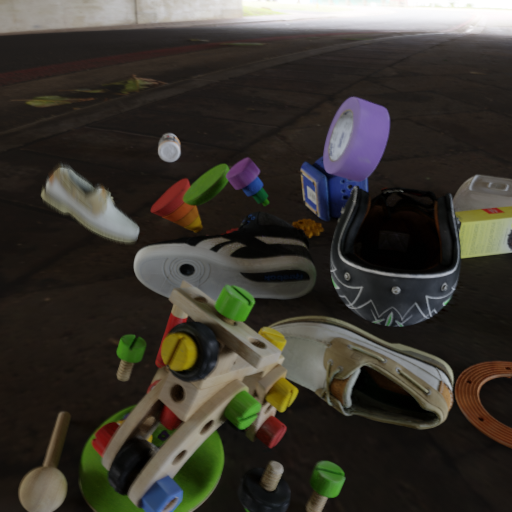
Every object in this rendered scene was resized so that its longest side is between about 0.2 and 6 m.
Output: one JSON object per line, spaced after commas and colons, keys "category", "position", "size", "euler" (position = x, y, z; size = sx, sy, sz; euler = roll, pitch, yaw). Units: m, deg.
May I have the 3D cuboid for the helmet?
{"category": "helmet", "position": [2.252, 0.069, 9.178], "size": [2.292, 2.185, 2.292], "euler": [8, -12, 2]}

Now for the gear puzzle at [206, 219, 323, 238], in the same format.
{"category": "gear puzzle", "position": [0.168, -0.360, 11.836], "size": [3.050, 0.399, 1.579], "euler": [-15, 32, -26]}

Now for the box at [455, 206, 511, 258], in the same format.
{"category": "box", "position": [4.991, -0.525, 11.652], "size": [2.387, 0.898, 0.598], "euler": [-7, 29, -11]}

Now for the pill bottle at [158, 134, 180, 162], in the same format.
{"category": "pill bottle", "position": [-2.641, -3.314, 17.022], "size": [0.648, 0.648, 1.113], "euler": [-3, 29, -6]}

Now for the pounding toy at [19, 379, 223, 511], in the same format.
{"category": "pounding toy", "position": [-1.518, 2.116, 6.618], "size": [2.239, 1.039, 1.728], "euler": [0, 28, -2]}

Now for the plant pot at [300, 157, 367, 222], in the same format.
{"category": "plant pot", "position": [1.806, -1.622, 13.272], "size": [1.204, 1.339, 1.339], "euler": [-16, 32, -13]}

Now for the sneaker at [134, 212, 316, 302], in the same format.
{"category": "sneaker", "position": [-0.576, -0.074, 10.378], "size": [3.186, 1.164, 1.782], "euler": [5, 37, -9]}

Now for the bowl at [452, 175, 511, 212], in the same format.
{"category": "bowl", "position": [5.699, -1.348, 13.376], "size": [1.876, 0.701, 1.879], "euler": [14, 33, 26]}

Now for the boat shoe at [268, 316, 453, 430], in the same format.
{"category": "boat shoe", "position": [1.257, 1.572, 7.633], "size": [2.757, 1.030, 0.943], "euler": [10, 24, 16]}

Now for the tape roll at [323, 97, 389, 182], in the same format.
{"category": "tape roll", "position": [1.631, -1.915, 9.261], "size": [0.549, 1.292, 1.292], "euler": [13, 25, -16]}

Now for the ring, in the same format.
{"category": "ring", "position": [3.634, 2.063, 7.649], "size": [1.780, 0.171, 1.780], "euler": [-1, 28, 0]}

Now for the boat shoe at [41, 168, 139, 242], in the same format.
{"category": "boat shoe", "position": [-2.763, -0.860, 9.583], "size": [1.774, 0.607, 0.663], "euler": [29, 16, -7]}

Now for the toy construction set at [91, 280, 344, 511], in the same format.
{"category": "toy construction set", "position": [-0.500, 1.137, 6.398], "size": [2.502, 2.305, 3.000], "euler": [7, 22, -32]}

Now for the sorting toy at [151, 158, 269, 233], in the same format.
{"category": "sorting toy", "position": [-0.868, -1.073, 11.443], "size": [3.206, 1.104, 1.112], "euler": [-10, 37, 48]}
